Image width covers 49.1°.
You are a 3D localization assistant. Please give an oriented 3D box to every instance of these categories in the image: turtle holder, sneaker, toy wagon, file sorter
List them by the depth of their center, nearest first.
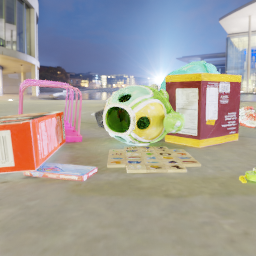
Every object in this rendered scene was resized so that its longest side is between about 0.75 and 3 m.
[{"bbox_3d":[2.438,0.781,4.576,1.168,0.231,0.906,1,7,5],"label":"toy wagon"},{"bbox_3d":[0.345,-0.193,7.464,2.229,1.694,1.583,40,27,22],"label":"turtle holder"},{"bbox_3d":[-2.554,-0.662,8.902,1.779,1.605,2.560,2,11,-23],"label":"file sorter"},{"bbox_3d":[5.203,-0.474,11.822,0.530,0.850,1.586,-2,8,-12],"label":"sneaker"}]

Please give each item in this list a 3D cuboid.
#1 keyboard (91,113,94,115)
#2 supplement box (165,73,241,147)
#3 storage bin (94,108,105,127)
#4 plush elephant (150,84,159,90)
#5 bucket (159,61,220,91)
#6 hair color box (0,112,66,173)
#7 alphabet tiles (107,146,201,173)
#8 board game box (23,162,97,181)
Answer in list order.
[{"bbox_3d":[-1.326,-0.899,18.011,2.061,0.110,0.580,1,8,7],"label":"keyboard"},{"bbox_3d":[2.210,-0.569,8.241,1.923,1.949,1.294,-6,9,-38],"label":"supplement box"},{"bbox_3d":[-0.713,-0.513,11.836,0.898,0.623,1.328,-21,-4,24],"label":"storage bin"},{"bbox_3d":[0.657,-1.262,14.627,1.730,1.840,2.235,18,-15,23],"label":"plush elephant"},{"bbox_3d":[3.153,-1.760,14.011,3.027,3.027,1.969,6,21,39],"label":"bucket"},{"bbox_3d":[-2.348,0.190,6.059,1.504,0.907,2.962,-5,6,-3],"label":"hair color box"},{"bbox_3d":[0.493,0.651,6.227,1.858,0.071,2.233,0,7,-2],"label":"alphabet tiles"},{"bbox_3d":[-1.207,0.779,5.054,1.166,0.113,0.600,2,6,18],"label":"board game box"}]
